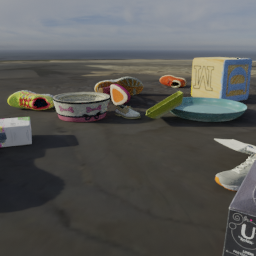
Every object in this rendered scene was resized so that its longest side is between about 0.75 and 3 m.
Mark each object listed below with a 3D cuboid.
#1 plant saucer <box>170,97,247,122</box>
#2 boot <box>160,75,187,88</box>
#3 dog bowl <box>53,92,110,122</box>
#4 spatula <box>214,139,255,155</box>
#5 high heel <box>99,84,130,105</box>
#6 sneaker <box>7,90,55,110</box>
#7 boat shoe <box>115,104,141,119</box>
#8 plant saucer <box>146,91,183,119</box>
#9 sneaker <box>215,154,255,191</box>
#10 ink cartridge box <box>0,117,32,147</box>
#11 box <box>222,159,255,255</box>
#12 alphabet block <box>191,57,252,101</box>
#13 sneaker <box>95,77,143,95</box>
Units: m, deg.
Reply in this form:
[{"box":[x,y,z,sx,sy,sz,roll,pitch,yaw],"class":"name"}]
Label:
[{"box":[2.600,-0.652,9.529,2.668,0.366,2.668,0,17,0],"class":"plant saucer"},{"box":[2.389,-2.589,15.672,1.611,0.604,0.864,12,26,33],"class":"boot"},{"box":[-1.494,-0.701,9.139,1.844,0.680,1.844,1,16,0],"class":"dog bowl"},{"box":[2.790,0.618,4.944,1.594,0.184,2.292,16,7,-26],"class":"spatula"},{"box":[-0.226,-1.402,11.405,1.176,0.826,2.452,-9,10,-27],"class":"high heel"},{"box":[-3.489,-0.960,10.056,1.703,0.666,0.769,-1,19,-5],"class":"sneaker"},{"box":[-0.029,-0.539,9.147,1.034,0.354,0.387,14,21,38],"class":"boat shoe"},{"box":[1.147,-0.662,8.511,1.227,0.294,1.229,-31,6,10],"class":"plant saucer"},{"box":[2.042,0.673,4.703,1.273,0.585,0.482,-5,17,-16],"class":"sneaker"},{"box":[-3.102,0.118,6.691,1.486,0.500,0.870,-5,17,-17],"class":"ink cartridge box"},{"box":[1.710,1.024,3.052,0.976,0.847,1.477,11,20,32],"class":"box"},{"box":[3.945,-2.105,11.975,1.738,1.747,1.780,-8,18,-30],"class":"alphabet block"},{"box":[-0.446,-2.006,13.185,2.283,0.863,1.001,-2,16,-11],"class":"sneaker"}]
